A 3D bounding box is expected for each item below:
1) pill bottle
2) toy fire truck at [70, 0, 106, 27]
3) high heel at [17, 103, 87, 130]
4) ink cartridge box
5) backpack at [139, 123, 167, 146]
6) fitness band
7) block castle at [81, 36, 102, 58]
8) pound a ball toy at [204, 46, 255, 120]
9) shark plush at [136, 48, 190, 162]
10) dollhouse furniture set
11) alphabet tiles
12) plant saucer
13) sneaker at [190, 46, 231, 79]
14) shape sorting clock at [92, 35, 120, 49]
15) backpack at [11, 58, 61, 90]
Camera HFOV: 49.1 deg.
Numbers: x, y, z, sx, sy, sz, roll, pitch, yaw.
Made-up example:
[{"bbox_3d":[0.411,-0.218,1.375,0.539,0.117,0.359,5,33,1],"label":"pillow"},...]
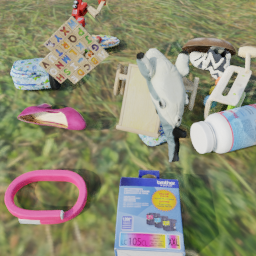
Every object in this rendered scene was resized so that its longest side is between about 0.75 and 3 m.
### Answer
[{"bbox_3d":[3.093,0.061,8.418,2.236,1.216,1.216,-13,45,-14],"label":"pill bottle"},{"bbox_3d":[-1.362,-4.081,9.694,1.064,0.368,1.509,6,70,2],"label":"toy fire truck"},{"bbox_3d":[-2.449,-0.263,8.993,2.331,0.785,1.118,24,38,30],"label":"high heel"},{"bbox_3d":[0.493,2.012,6.677,1.483,0.830,2.174,2,42,2],"label":"ink cartridge box"},{"bbox_3d":[0.890,-0.040,8.826,1.107,0.814,1.013,-25,45,-18],"label":"backpack"},{"bbox_3d":[-2.108,1.731,7.275,2.063,0.386,1.482,1,43,-1],"label":"fitness band"},{"bbox_3d":[-1.880,-3.737,12.634,1.386,0.926,0.650,12,43,10],"label":"block castle"},{"bbox_3d":[3.508,-1.546,9.717,1.143,1.755,2.692,19,47,23],"label":"pound a ball toy"},{"bbox_3d":[0.782,-0.511,5.298,1.001,0.917,2.203,-20,85,-19],"label":"shark plush"},{"bbox_3d":[0.784,-0.944,9.211,2.701,1.914,2.941,13,11,12],"label":"dollhouse furniture set"},{"bbox_3d":[-1.748,-2.172,8.433,1.826,1.526,0.069,-35,34,21],"label":"alphabet tiles"},{"bbox_3d":[3.394,-3.383,11.702,2.230,0.408,2.230,8,5,-1],"label":"plant saucer"},{"bbox_3d":[3.435,-3.050,11.573,0.849,1.383,2.126,-17,46,-18],"label":"sneaker"},{"bbox_3d":[-1.316,-4.156,13.341,1.833,0.360,1.833,4,36,-3],"label":"shape sorting clock"},{"bbox_3d":[-3.563,-2.052,10.769,1.743,1.340,1.422,-13,43,10],"label":"backpack"}]
